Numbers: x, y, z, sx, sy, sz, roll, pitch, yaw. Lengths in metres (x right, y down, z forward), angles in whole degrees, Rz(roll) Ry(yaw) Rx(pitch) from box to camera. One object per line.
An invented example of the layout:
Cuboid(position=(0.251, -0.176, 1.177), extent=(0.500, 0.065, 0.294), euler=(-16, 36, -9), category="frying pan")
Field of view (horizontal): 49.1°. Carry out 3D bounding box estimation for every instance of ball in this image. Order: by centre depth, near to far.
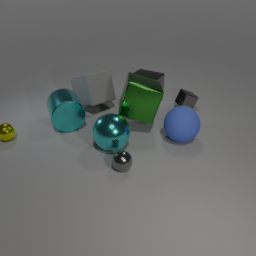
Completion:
Cuboid(position=(-0.196, 1.103, 9.420), extent=(0.700, 0.700, 0.700), euler=(0, 31, 0), category="ball")
Cuboid(position=(-0.603, 0.146, 10.296), extent=(1.400, 1.400, 1.400), euler=(0, 31, 0), category="ball")
Cuboid(position=(2.075, -0.151, 10.792), extent=(1.400, 1.400, 1.400), euler=(0, 31, 0), category="ball")
Cuboid(position=(-4.785, 0.153, 10.979), extent=(0.700, 0.700, 0.700), euler=(0, 31, 0), category="ball")

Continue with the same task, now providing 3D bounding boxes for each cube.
Cuboid(position=(0.487, -1.216, 11.199), extent=(1.400, 1.400, 1.400), euler=(15, 26, -7), category="cube")
Cuboid(position=(-1.626, -1.840, 13.076), extent=(1.400, 1.400, 1.400), euler=(-20, 15, -39), category="cube")
Cuboid(position=(2.760, -1.341, 13.227), extent=(0.700, 0.700, 0.700), euler=(11, 27, -25), category="cube")
Cuboid(position=(0.851, -1.933, 13.724), extent=(1.400, 1.400, 1.400), euler=(17, 35, 26), category="cube")

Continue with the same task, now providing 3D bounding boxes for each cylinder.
Cuboid(position=(-2.614, -0.769, 11.796), extent=(1.400, 1.400, 1.400), euler=(-12, 33, -18), category="cylinder")
